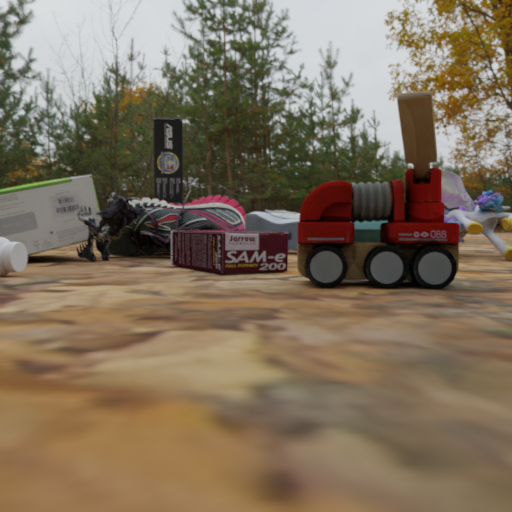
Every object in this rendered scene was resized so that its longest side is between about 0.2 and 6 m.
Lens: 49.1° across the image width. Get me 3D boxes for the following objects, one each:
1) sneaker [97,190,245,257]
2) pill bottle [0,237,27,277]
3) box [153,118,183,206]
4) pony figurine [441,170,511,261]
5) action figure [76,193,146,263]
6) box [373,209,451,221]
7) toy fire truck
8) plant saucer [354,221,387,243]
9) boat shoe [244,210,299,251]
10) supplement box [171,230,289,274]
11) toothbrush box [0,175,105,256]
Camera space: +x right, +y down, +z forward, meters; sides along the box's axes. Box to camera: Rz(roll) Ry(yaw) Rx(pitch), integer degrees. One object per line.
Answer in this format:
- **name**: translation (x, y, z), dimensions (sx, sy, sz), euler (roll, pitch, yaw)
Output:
- **sneaker**: translation (-1.693, -0.468, 10.789), dimensions (2.945, 1.187, 1.099), euler (-8, 38, 9)
- **pill bottle**: translation (-3.349, 0.014, 6.961), dimensions (0.884, 0.497, 0.497), euler (0, 3, 9)
- **box**: translation (-1.973, -1.485, 12.733), dimensions (0.636, 2.875, 2.303), euler (-1, 2, -8)
- **pony figurine**: translation (4.044, -0.676, 11.049), dimensions (2.135, 1.842, 2.212), euler (2, 25, 12)
- **action figure**: translation (-2.528, -0.605, 9.442), dimensions (0.962, 0.826, 1.619), euler (-17, -26, -49)
- **box**: translation (3.317, -0.578, 12.593), dimensions (1.578, 0.435, 2.310), euler (7, -14, -44)
- **toy fire truck**: translation (1.253, -0.616, 5.789), dimensions (1.649, 1.874, 1.205), euler (1, 2, 5)
- **plant saucer**: translation (2.294, -0.388, 12.417), dimensions (2.558, 0.894, 0.243), euler (4, 46, 41)
- **boat shoe**: translation (0.781, -0.645, 12.856), dimensions (1.108, 0.960, 2.600), euler (-17, 14, -41)
- **supplement box**: translation (-0.442, -0.086, 8.065), dimensions (1.018, 0.569, 1.870), euler (-1, 3, -28)
- **toothbrush box**: translation (-4.315, -0.684, 10.354), dimensions (2.001, 1.183, 2.748), euler (-18, 11, -34)
